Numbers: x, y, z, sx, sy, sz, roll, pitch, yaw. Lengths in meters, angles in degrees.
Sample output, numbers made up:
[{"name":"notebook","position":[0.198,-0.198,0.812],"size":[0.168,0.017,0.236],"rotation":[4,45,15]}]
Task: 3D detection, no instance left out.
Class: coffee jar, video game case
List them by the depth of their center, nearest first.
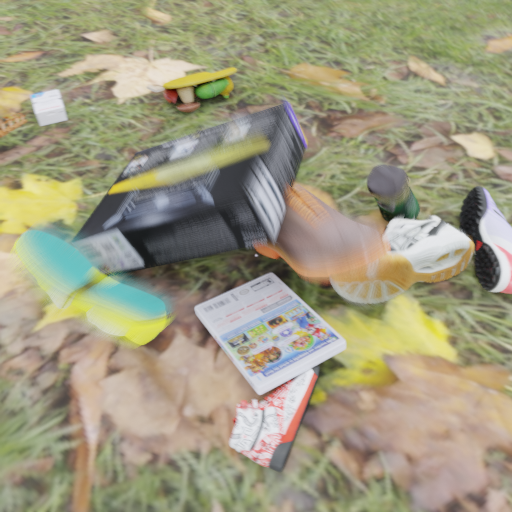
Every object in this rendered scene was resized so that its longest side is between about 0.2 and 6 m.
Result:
[{"name":"video game case","position":[0.158,1.151,9.063],"size":[1.579,0.199,2.205],"rotation":[-23,38,-20]},{"name":"coffee jar","position":[2.608,-1.147,10.633],"size":[0.743,1.426,0.608],"rotation":[22,79,33]}]

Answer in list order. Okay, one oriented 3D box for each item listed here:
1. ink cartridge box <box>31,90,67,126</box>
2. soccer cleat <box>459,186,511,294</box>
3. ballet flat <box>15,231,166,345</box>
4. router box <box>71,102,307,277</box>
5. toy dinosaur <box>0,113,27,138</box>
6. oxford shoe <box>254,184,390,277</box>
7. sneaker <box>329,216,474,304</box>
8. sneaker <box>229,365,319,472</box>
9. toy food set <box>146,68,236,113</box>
[{"name":"ink cartridge box","position":[-5.077,-3.640,13.729],"size":[0.673,0.395,0.919],"rotation":[-17,50,-14]},{"name":"soccer cleat","position":[4.468,-0.304,10.433],"size":[0.896,0.835,2.448],"rotation":[10,48,-9]},{"name":"ballet flat","position":[-2.723,0.621,8.985],"size":[2.675,0.897,0.894],"rotation":[29,36,-2]},{"name":"router box","position":[-1.111,-1.162,9.945],"size":[3.617,0.945,2.844],"rotation":[-11,38,28]},{"name":"toy dinosaur","position":[-7.017,-2.599,12.282],"size":[3.613,1.846,2.452],"rotation":[-2,59,-28]},{"name":"oxford shoe","position":[0.808,-0.498,9.377],"size":[1.159,1.185,3.250],"rotation":[-34,28,-27]},{"name":"sneaker","position":[2.417,-0.014,10.006],"size":[2.812,1.063,1.232],"rotation":[-10,44,-21]},{"name":"sneaker","position":[0.256,2.169,8.187],"size":[0.936,0.583,1.746],"rotation":[19,53,14]},{"name":"toy food set","position":[-1.538,-4.082,14.009],"size":[2.353,0.769,1.384],"rotation":[-22,26,-21]}]
